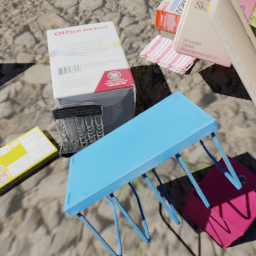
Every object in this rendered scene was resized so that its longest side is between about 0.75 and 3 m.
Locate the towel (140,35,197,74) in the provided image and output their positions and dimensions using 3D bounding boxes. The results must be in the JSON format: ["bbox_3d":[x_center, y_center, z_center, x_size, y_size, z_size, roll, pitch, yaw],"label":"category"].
[{"bbox_3d":[1.499,-2.665,9.918,1.813,0.271,1.326,27,58,18],"label":"towel"}]

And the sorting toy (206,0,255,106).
[{"bbox_3d":[2.154,-1.385,5.239,0.540,2.738,2.958,-26,22,30],"label":"sorting toy"}]

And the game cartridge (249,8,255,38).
[{"bbox_3d":[3.961,-3.273,9.422,2.898,0.470,2.555,29,59,-14],"label":"game cartridge"}]

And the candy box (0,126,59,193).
[{"bbox_3d":[-3.002,0.873,7.406,2.072,0.274,1.059,-35,64,-22],"label":"candy box"}]

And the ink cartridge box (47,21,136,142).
[{"bbox_3d":[-1.049,-1.340,7.936,1.960,1.951,2.697,-10,55,-7],"label":"ink cartridge box"}]

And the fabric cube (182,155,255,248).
[{"bbox_3d":[2.153,1.628,6.257,1.264,1.289,1.284,39,64,23],"label":"fabric cube"}]

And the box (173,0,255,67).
[{"bbox_3d":[2.278,-3.037,7.269,1.553,2.429,1.323,15,25,0],"label":"box"}]

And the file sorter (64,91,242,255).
[{"bbox_3d":[0.357,0.735,4.527,2.273,1.395,1.577,-31,21,4],"label":"file sorter"}]

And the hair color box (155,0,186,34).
[{"bbox_3d":[2.614,-4.198,10.625,2.804,0.896,1.555,22,57,13],"label":"hair color box"}]

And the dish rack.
[{"bbox_3d":[-1.183,0.059,7.088,1.339,1.746,0.476,-8,53,-6],"label":"dish rack"}]
